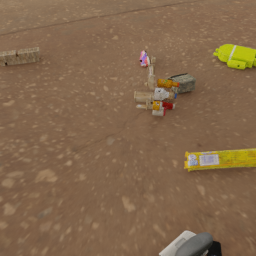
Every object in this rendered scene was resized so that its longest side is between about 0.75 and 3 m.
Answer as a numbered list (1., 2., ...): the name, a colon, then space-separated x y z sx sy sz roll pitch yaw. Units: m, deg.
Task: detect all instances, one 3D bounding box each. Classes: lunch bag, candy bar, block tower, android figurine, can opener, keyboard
1. lunch bag: 2.347 -2.061 12.454 0.907 0.650 1.106 -14 35 -15
2. candy bar: 3.049 0.955 8.661 2.659 0.663 0.295 -4 -6 0
3. block tower: -5.633 -3.687 14.503 2.123 0.614 0.573 -13 41 -13
4. android figurine: 5.783 -3.769 14.653 2.497 0.513 2.273 16 42 18
5. can opener: 0.710 3.079 6.001 2.672 0.888 0.703 -31 48 -26
6. keyboard: 1.904 3.062 6.557 0.607 0.098 0.955 11 39 4

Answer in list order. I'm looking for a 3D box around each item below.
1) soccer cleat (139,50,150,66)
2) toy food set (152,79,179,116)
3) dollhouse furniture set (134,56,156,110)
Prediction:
1. soccer cleat: 0.788 -3.618 14.533 0.510 0.475 1.393 -11 41 -3
2. toy food set: 1.504 -1.131 11.028 0.897 0.952 1.994 6 36 8
3. dollhouse furniture set: 0.670 -1.821 11.327 0.818 1.675 1.428 2 40 3
